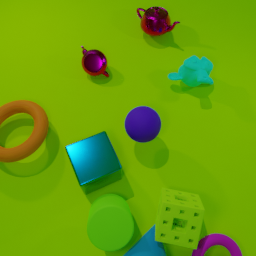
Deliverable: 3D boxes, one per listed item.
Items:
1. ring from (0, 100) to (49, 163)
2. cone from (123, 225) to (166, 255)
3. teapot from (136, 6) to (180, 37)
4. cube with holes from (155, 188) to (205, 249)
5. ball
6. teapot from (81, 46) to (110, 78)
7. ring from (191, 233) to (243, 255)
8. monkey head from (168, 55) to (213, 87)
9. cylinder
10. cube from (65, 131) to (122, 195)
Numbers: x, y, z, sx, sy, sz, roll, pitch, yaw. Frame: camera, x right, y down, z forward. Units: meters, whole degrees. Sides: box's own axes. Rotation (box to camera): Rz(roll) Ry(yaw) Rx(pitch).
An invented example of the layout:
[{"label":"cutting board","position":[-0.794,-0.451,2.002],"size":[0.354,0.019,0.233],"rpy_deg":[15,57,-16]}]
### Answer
[{"label":"ring","position":[-3.133,0.050,7.767],"size":[1.918,0.384,1.918],"rpy_deg":[-4,61,7]},{"label":"cone","position":[0.475,2.888,6.373],"size":[1.653,1.653,1.660],"rpy_deg":[18,48,8]},{"label":"teapot","position":[0.989,-3.625,9.411],"size":[1.701,0.833,1.057],"rpy_deg":[31,61,20]},{"label":"cube with holes","position":[1.131,1.999,6.324],"size":[0.894,0.894,0.894],"rpy_deg":[10,98,5]},{"label":"ball","position":[0.389,-0.094,7.349],"size":[0.962,0.962,0.962],"rpy_deg":[0,65,0]},{"label":"teapot","position":[-1.074,-2.120,8.938],"size":[0.830,0.653,1.335],"rpy_deg":[-41,97,15]},{"label":"ring","position":[2.063,3.104,6.460],"size":[1.282,0.256,1.282],"rpy_deg":[2,80,-10]},{"label":"monkey head","position":[2.069,-1.574,8.528],"size":[1.554,0.936,1.118],"rpy_deg":[4,54,-13]},{"label":"cylinder","position":[-0.410,2.119,6.413],"size":[1.005,1.005,1.005],"rpy_deg":[0,91,-5]},{"label":"cube","position":[-0.861,0.928,7.288],"size":[1.099,1.099,1.099],"rpy_deg":[-22,68,-11]}]
